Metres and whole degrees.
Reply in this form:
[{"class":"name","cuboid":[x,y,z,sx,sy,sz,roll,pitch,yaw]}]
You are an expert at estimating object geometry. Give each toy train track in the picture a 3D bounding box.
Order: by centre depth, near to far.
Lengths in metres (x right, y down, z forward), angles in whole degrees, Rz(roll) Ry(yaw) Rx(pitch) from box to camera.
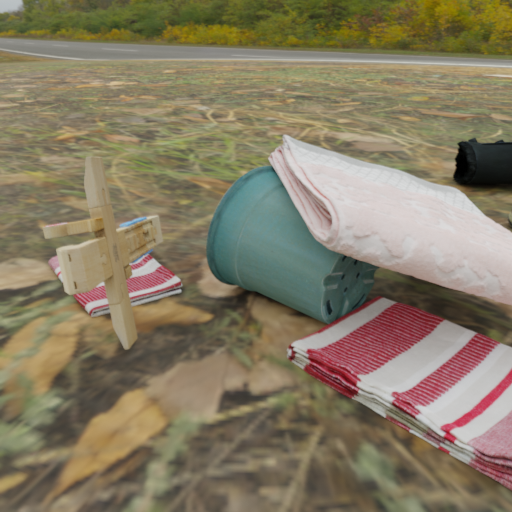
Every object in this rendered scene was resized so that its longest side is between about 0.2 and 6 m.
[{"class":"toy train track","cuboid":[-1.752,-0.109,6.736,0.580,2.043,3.563,-8,8,3]}]

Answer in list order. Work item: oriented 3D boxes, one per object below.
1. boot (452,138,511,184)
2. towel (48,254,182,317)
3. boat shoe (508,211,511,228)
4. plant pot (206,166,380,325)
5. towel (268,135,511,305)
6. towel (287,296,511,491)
[{"class":"boot","cuboid":[5.415,-1.760,11.137,2.485,1.122,3.033,5,17,6]},{"class":"towel","cuboid":[-1.960,0.244,7.683,1.294,0.204,1.796,-16,28,-30]},{"class":"boat shoe","cuboid":[5.154,-0.629,8.937,2.125,0.785,0.804,18,29,35]},{"class":"plant pot","cuboid":[0.545,-0.058,6.829,1.624,1.658,1.658,28,35,33]},{"class":"towel","cuboid":[1.785,-0.432,6.330,3.011,0.485,2.876,14,24,-17]},{"class":"towel","cuboid":[1.802,1.108,5.595,1.834,0.290,2.547,-20,30,-40]}]
